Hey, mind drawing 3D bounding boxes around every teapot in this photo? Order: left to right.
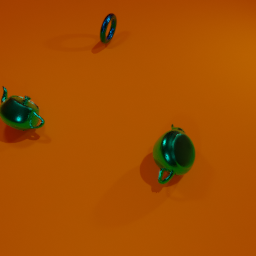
[{"bbox_3d":[-2.906,-0.505,7.539,1.726,1.073,0.845,33,101,17],"label":"teapot"},{"bbox_3d":[1.070,0.558,6.784,1.092,0.860,1.757,37,57,-27],"label":"teapot"}]

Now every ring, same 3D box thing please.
[{"bbox_3d":[-0.696,-3.534,9.991,0.219,1.096,1.096,23,54,10],"label":"ring"}]
